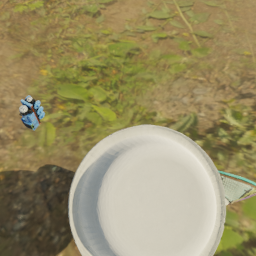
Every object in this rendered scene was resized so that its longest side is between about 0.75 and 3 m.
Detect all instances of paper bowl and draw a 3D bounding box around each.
[{"bbox_3d":[0.316,1.138,4.224,2.399,1.248,2.399,3,77,-11],"label":"paper bowl"}]

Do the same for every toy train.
[{"bbox_3d":[-2.059,-0.319,5.951,0.360,0.830,0.474,27,64,10],"label":"toy train"}]

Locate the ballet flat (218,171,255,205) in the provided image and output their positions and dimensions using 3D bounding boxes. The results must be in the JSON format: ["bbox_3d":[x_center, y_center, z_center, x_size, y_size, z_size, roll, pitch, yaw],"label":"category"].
[{"bbox_3d":[1.227,1.135,5.736,2.839,0.981,1.010,22,68,-4],"label":"ballet flat"}]
